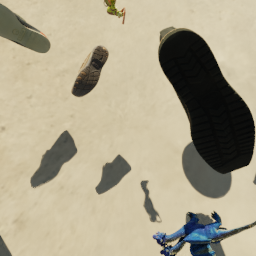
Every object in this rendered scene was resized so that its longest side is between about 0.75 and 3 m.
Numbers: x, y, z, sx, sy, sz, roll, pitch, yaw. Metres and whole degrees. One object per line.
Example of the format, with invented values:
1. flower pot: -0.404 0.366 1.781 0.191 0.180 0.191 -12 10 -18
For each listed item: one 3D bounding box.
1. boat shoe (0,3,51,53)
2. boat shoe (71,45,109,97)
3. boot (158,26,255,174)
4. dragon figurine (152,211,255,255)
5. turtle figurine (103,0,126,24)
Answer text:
1. boat shoe: -2.923 -2.594 7.169 0.711 1.999 0.625 -54 41 12
2. boat shoe: -1.000 -1.430 7.198 0.561 0.532 1.482 36 78 -26
3. boot: 1.505 -0.726 5.641 1.127 2.909 2.012 -22 23 12
4. dragon figurine: 1.424 2.104 5.279 1.955 0.575 0.972 -9 24 40
5. turtle figurine: -0.350 -2.745 6.098 0.373 0.935 1.159 -19 99 -2
